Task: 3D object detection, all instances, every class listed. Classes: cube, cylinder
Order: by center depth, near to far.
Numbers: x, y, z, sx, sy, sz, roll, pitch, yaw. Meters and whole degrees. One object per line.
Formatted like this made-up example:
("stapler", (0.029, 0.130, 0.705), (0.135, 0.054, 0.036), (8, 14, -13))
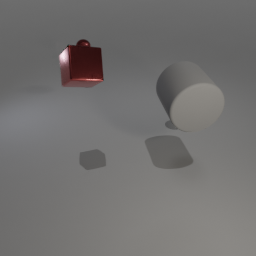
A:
("cube", (-0.978, -1.258, 5.842), (0.700, 0.700, 0.700), (-3, -2, -28))
("cylinder", (1.574, -0.835, 7.332), (1.400, 1.400, 1.400), (-5, 36, -8))

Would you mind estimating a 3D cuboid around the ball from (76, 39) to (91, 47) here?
("ball", (-2.055, -3.729, 12.907), (0.700, 0.700, 0.700), (0, 31, 0))
